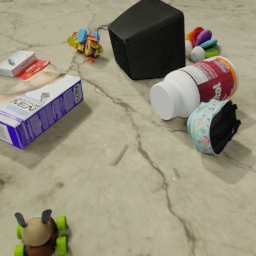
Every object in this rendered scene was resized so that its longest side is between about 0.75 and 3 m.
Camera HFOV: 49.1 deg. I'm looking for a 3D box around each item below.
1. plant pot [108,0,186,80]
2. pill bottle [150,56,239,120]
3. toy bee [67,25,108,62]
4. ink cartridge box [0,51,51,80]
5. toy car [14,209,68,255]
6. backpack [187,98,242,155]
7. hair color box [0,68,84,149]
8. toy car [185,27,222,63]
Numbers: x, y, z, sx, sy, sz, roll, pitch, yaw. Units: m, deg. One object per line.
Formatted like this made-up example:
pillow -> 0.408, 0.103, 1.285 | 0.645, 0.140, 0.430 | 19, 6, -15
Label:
plant pot -> 0.631, -3.376, 11.110 | 2.242, 2.521, 2.527 | -24, 45, -11
pill bottle -> 2.146, -1.269, 9.161 | 2.733, 1.544, 1.544 | -24, 46, -24
toy bee -> -1.808, -3.603, 12.208 | 1.708, 1.418, 2.609 | 6, 6, -17
ink cartridge box -> -4.328, -2.655, 11.688 | 1.495, 0.379, 1.697 | 11, 42, 14
toy car -> -1.792, 1.964, 5.564 | 1.017, 1.238, 0.977 | -7, 42, -9
backpack -> 2.349, -0.008, 7.864 | 1.129, 1.331, 1.500 | 5, 40, 41
hair color box -> -2.986, -0.765, 9.022 | 1.631, 0.967, 2.985 | 19, 42, 22
toy car -> 3.213, -3.706, 12.217 | 1.505, 1.290, 1.720 | -22, 45, -25
